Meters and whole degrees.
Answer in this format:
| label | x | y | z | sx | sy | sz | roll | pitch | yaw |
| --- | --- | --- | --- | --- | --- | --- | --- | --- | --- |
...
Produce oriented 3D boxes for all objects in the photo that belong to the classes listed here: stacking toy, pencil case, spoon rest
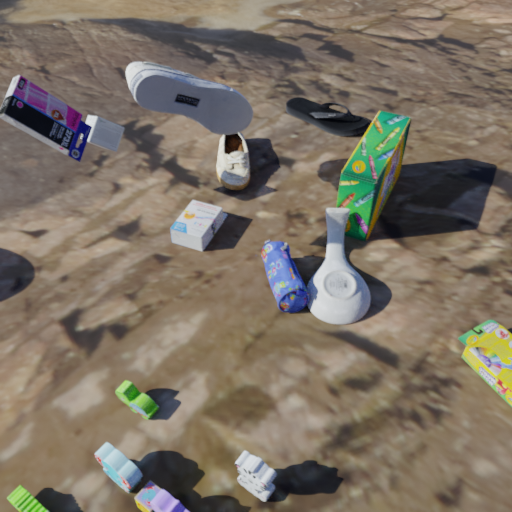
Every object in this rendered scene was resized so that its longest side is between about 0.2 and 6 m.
| label | x | y | z | sx | sy | sz | roll | pitch | yaw |
| --- | --- | --- | --- | --- | --- | --- | --- | --- | --- |
| stacking toy | -1.574 | 3.310 | 7.884 | 3.174 | 0.746 | 2.393 | 26 | 50 | 25 |
| pencil case | 0.552 | 0.359 | 10.920 | 0.604 | 0.672 | 1.548 | 14 | 38 | -29 |
| spoon rest | 1.626 | 0.247 | 11.129 | 1.245 | 0.760 | 2.507 | 3 | 58 | 5 |

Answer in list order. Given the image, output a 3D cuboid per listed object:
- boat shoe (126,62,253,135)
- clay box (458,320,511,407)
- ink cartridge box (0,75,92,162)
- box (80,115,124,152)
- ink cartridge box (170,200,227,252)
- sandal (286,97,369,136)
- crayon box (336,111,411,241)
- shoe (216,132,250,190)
| label | x | y | z | sx | sy | sz | roll | pitch | yaw |
| --- | --- | --- | --- | --- | --- | --- | --- | --- | --- |
| boat shoe | -1.380 | -3.388 | 11.821 | 2.957 | 1.048 | 1.032 | 4 | 41 | -39 |
| clay box | 4.287 | 1.865 | 9.590 | 0.906 | 0.375 | 1.578 | -22 | 49 | -21 |
| ink cartridge box | -3.366 | -2.212 | 9.177 | 0.281 | 1.516 | 0.718 | -1 | 68 | 40 |
| box | -3.210 | -2.552 | 11.684 | 0.646 | 0.554 | 0.643 | 18 | 3 | -36 |
| ink cartridge box | -1.216 | -0.753 | 12.195 | 0.755 | 0.445 | 1.311 | 16 | 47 | 16 |
| sandal | 1.887 | -3.886 | 15.301 | 2.471 | 0.529 | 0.939 | 24 | 49 | 22 |
| crayon box | 2.593 | -1.821 | 12.443 | 0.793 | 1.617 | 2.722 | 19 | 48 | 18 |
| shoe | -0.600 | -2.492 | 13.825 | 0.812 | 0.620 | 2.322 | -4 | 45 | -4 |
